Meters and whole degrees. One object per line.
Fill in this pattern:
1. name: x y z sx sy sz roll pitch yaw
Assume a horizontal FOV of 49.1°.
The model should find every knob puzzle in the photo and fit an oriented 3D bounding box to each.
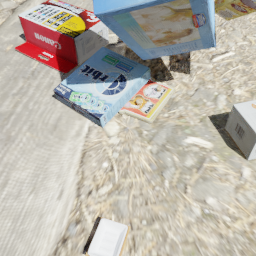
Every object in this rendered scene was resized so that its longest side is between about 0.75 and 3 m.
1. knob puzzle: 0.232 -1.023 7.969 1.990 0.276 1.990 0 48 0

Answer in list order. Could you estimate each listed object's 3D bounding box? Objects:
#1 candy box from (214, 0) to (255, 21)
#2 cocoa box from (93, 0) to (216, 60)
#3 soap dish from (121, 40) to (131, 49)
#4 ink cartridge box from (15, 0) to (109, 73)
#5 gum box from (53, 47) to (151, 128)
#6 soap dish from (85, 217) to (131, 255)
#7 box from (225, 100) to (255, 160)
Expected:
1. candy box: 2.967 -3.442 6.489 0.658 1.374 2.380 21 7 -14
2. cocoa box: 0.714 -2.847 5.822 1.977 2.965 1.946 -5 86 20
3. soap dish: 1.054 -3.711 9.941 1.958 1.011 2.488 13 50 12
4. ink cartridge box: -2.301 -3.170 9.406 2.532 1.062 2.223 27 54 22
5. gum box: -0.697 -1.221 7.793 1.775 0.465 2.089 31 64 25
6. soap dish: -0.346 2.078 5.088 0.600 0.310 0.763 13 48 12
7. box: 3.456 -0.077 6.694 1.761 0.858 1.095 -12 48 -10
